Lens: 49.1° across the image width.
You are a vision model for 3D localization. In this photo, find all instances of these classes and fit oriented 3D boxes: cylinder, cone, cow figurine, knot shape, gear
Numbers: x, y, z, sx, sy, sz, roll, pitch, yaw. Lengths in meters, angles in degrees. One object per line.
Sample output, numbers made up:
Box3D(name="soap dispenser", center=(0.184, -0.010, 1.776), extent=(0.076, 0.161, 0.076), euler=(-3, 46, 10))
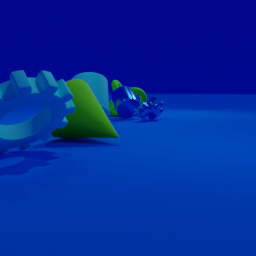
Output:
Box3D(name="cylinder", center=(-0.100, -1.045, 11.290), extent=(0.969, 0.969, 0.969), euler=(-3, 40, -20))
Box3D(name="cone", center=(-0.774, -0.121, 6.130), extent=(1.469, 1.463, 1.463), euler=(29, 20, 25))
Box3D(name="cow figurine", center=(0.781, -0.629, 10.668), extent=(0.689, 1.236, 1.256), euler=(45, -13, 22))
Box3D(name="knot shape", center=(-0.178, -1.401, 12.710), extent=(1.921, 1.797, 0.887), euler=(-24, -13, -33))
Box3D(name="cylinder", center=(-1.346, -1.068, 9.887), extent=(1.309, 1.309, 1.309), euler=(-4, -20, -2))
Box3D(name="gear", center=(-1.741, -0.201, 4.583), extent=(1.739, 0.322, 1.739), euler=(-27, -22, -12))
